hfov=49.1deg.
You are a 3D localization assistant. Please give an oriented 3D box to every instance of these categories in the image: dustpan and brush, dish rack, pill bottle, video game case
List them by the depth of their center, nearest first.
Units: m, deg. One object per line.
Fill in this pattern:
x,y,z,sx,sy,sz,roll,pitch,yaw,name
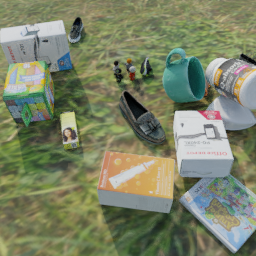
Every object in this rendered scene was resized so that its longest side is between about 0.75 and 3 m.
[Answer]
3.004,2.374,8.664,1.918,0.232,2.106,-34,59,-24,video game case
3.996,-1.734,10.269,1.412,1.412,2.426,-17,31,-13,pill bottle
3.397,-0.496,10.754,2.454,0.702,1.713,-9,56,-15,dustpan and brush
6.195,-3.126,12.799,2.005,0.547,1.538,-32,59,-23,dish rack

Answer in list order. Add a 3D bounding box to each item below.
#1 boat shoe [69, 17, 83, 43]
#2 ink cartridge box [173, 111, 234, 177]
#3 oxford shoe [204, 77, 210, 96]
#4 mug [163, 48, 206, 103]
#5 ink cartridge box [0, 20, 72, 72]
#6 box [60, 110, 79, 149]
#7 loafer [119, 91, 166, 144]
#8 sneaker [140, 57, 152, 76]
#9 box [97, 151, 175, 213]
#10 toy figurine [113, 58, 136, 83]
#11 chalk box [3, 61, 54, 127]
-2.688,-5.044,14.326,0.592,0.489,1.726,4,52,3,boat shoe
2.473,0.488,9.535,1.628,0.934,2.241,-1,46,2,ink cartridge box
3.313,-1.833,11.858,0.448,0.438,1.230,2,51,-4,oxford shoe
2.111,-2.012,11.028,1.258,2.034,1.671,-6,6,38,mug
-3.891,-3.379,12.115,2.594,1.900,1.114,-13,53,-10,ink cartridge box
-2.173,0.047,10.404,0.572,0.381,1.519,-11,52,-9,box
0.460,-0.428,10.506,0.910,0.797,2.533,-30,58,-22,loafer
0.846,-2.729,12.666,0.476,0.412,1.149,27,51,-14,sneaker
0.275,1.669,8.685,2.194,1.069,1.365,6,52,5,box
-0.171,-2.557,12.256,0.978,0.680,0.963,-9,53,-6,toy figurine
-3.713,-1.193,10.676,1.491,1.498,2.408,-7,53,-5,chalk box
